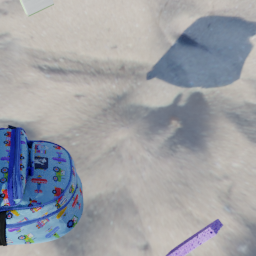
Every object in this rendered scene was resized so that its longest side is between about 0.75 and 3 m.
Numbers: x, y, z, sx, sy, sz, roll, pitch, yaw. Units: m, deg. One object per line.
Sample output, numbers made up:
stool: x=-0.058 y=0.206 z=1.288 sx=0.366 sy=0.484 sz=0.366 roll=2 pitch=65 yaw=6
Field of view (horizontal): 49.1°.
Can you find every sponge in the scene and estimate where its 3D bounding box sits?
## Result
sponge: x=0.936 y=1.674 z=4.083 sx=0.934 sy=0.521 sz=0.139 roll=-44 pitch=69 yaw=19

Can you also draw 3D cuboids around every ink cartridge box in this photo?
ink cartridge box: x=-2.191 y=-3.160 z=6.507 sx=0.732 sy=1.006 sz=0.241 roll=-31 pitch=70 yaw=-12

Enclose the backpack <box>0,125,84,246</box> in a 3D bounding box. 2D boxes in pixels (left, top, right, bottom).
backpack: x=-1.590 y=0.804 z=4.100 sx=1.874 sy=1.261 sz=1.711 roll=0 pitch=37 yaw=-13
